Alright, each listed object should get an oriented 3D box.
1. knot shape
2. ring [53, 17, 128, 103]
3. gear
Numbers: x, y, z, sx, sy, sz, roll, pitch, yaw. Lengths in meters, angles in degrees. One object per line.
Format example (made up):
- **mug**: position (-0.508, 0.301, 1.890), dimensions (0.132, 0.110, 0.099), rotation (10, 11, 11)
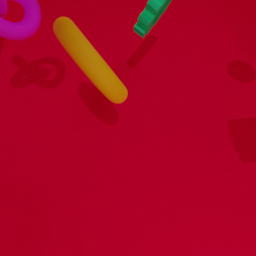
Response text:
- **knot shape**: position (-2.461, -2.021, 4.477), dimensions (1.819, 0.840, 1.702), rotation (18, 22, 2)
- **ring**: position (-0.568, -1.044, 4.429), dimensions (0.319, 1.596, 1.596), rotation (-39, 63, 5)
- **gear**: position (0.664, -2.692, 6.158), dimensions (0.270, 1.462, 1.462), rotation (37, 62, -3)
